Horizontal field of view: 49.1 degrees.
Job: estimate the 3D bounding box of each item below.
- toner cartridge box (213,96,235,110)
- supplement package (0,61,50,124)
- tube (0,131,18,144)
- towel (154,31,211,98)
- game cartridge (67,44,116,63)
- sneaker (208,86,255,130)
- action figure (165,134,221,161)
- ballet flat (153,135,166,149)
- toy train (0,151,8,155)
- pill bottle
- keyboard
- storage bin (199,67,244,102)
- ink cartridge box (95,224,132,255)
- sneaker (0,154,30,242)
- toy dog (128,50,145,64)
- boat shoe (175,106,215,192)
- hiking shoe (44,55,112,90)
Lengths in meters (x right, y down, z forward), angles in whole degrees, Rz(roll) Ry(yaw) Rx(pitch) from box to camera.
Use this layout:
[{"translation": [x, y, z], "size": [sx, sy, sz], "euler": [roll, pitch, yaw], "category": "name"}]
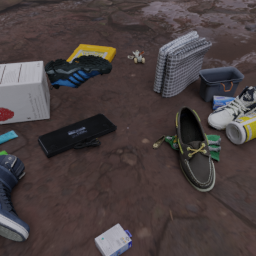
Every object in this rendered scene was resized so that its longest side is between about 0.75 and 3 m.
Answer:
[{"translation": [4.171, -0.976, 11.490], "size": [1.312, 0.283, 0.623], "euler": [7, 41, 9], "category": "toner cartridge box"}, {"translation": [-4.657, -1.344, 10.920], "size": [2.900, 1.758, 1.737], "euler": [-7, 42, -8], "category": "supplement package"}, {"translation": [-4.561, 0.405, 10.092], "size": [1.076, 0.271, 0.417], "euler": [-29, 56, -35], "category": "tube"}, {"translation": [2.380, -2.727, 12.241], "size": [2.603, 2.155, 1.114], "euler": [-32, 53, -29], "category": "towel"}, {"translation": [-1.920, -3.704, 14.703], "size": [2.133, 0.392, 2.419], "euler": [8, 43, 9], "category": "game cartridge"}, {"translation": [4.111, -0.864, 10.301], "size": [2.358, 1.534, 0.941], "euler": [-15, 58, -5], "category": "sneaker"}, {"translation": [2.238, 0.520, 9.786], "size": [1.905, 0.521, 1.125], "euler": [6, 44, 12], "category": "action figure"}, {"translation": [1.132, 0.484, 10.037], "size": [0.253, 0.174, 0.752], "euler": [29, 49, 29], "category": "ballet flat"}, {"translation": [-4.673, 1.368, 8.865], "size": [2.030, 0.423, 0.572], "euler": [-33, 41, -32], "category": "toy train"}, {"translation": [4.384, -0.030, 10.113], "size": [1.502, 0.859, 0.859], "euler": [-19, 44, -20], "category": "pill bottle"}, {"translation": [-1.720, 0.335, 10.112], "size": [2.704, 0.347, 1.624], "euler": [-23, 40, -24], "category": "keyboard"}, {"translation": [3.888, -1.760, 11.886], "size": [1.699, 1.141, 1.236], "euler": [-10, 42, -10], "category": "storage bin"}, {"translation": [-0.311, 2.885, 7.141], "size": [0.888, 0.339, 0.606], "euler": [-27, 47, -25], "category": "ink cartridge box"}, {"translation": [-3.350, 1.797, 7.859], "size": [2.721, 1.035, 1.966], "euler": [20, 47, 23], "category": "sneaker"}, {"translation": [0.523, -3.821, 14.700], "size": [0.767, 0.560, 1.164], "euler": [-19, 44, -20], "category": "toy dog"}, {"translation": [2.058, 0.592, 8.921], "size": [1.001, 0.846, 2.808], "euler": [-14, 57, 5], "category": "boat shoe"}, {"translation": [-1.622, -1.860, 9.504], "size": [2.252, 0.976, 0.838], "euler": [-2, 43, 4], "category": "hiking shoe"}]
